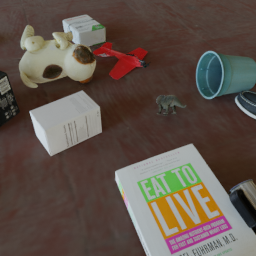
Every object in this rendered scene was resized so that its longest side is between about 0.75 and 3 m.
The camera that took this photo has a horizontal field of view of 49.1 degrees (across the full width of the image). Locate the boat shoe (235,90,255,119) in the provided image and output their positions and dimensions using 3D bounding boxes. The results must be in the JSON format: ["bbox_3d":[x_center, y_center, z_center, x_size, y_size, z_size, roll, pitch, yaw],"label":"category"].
[{"bbox_3d":[4.395,-0.520,8.055,1.026,0.819,2.713,-32,51,-30],"label":"boat shoe"}]

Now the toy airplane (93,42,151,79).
[{"bbox_3d":[-0.262,-2.760,10.787,2.454,0.451,2.454,0,43,0],"label":"toy airplane"}]

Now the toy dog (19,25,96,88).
[{"bbox_3d":[-2.292,-2.318,9.450,2.407,1.679,2.334,4,44,1],"label":"toy dog"}]

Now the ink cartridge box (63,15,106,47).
[{"bbox_3d":[-1.919,-4.239,12.208,1.249,0.707,1.703,-23,47,-23],"label":"ink cartridge box"}]

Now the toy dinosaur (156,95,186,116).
[{"bbox_3d":[1.177,-0.716,8.212,0.495,1.287,0.658,8,83,-25],"label":"toy dinosaur"}]

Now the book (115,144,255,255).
[{"bbox_3d":[1.141,1.849,5.624,1.983,0.713,2.968,-16,49,-15],"label":"book"}]

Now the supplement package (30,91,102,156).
[{"bbox_3d":[-1.636,-0.157,7.557,1.585,0.949,0.961,-26,49,-26],"label":"supplement package"}]

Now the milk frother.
[{"bbox_3d":[2.645,1.444,5.464,1.069,0.965,1.005,-37,56,14],"label":"milk frother"}]

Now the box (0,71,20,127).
[{"bbox_3d":[-4.414,-0.968,8.073,1.955,1.452,1.215,20,46,21],"label":"box"}]

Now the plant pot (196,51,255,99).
[{"bbox_3d":[3.220,-1.713,9.018,1.457,1.488,1.488,-5,42,-16],"label":"plant pot"}]
